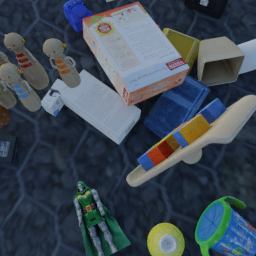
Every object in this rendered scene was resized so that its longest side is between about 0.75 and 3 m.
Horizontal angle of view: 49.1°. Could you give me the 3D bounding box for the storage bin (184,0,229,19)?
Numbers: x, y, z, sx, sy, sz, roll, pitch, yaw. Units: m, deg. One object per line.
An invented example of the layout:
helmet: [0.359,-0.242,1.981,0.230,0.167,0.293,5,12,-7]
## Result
storage bin: [2.772,-4.545,9.667,1.426,0.964,0.669,25,74,8]

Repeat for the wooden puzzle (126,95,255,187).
wooden puzzle: [1.232,0.131,5.687,2.247,2.426,0.562,-32,88,-47]

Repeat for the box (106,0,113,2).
box: [-0.085,-2.695,5.335,0.761,0.296,0.361,-6,43,21]

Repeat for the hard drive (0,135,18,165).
hard drive: [-4.013,0.633,8.420,1.239,0.204,0.864,4,72,1]

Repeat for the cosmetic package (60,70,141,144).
cosmetic package: [-0.821,-0.630,8.507,2.207,0.786,1.119,37,75,10]

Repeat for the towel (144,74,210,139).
towel: [1.503,-0.675,8.671,1.202,0.523,2.154,33,76,11]

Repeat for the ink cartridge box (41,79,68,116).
ink cartridge box: [-2.208,-0.935,8.666,0.396,0.686,0.946,28,75,9]

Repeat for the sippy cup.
sippy cup: [2.626,2.742,7.269,1.245,1.334,1.699,33,94,0]

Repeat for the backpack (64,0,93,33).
backpack: [-1.708,-3.973,9.581,0.797,0.823,0.980,-30,71,-17]

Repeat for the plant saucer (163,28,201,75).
plant saucer: [1.635,-2.658,9.397,1.442,0.349,1.442,24,74,7]

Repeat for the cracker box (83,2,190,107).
cracker box: [0.159,-2.309,8.493,1.994,0.859,2.978,-24,68,-18]

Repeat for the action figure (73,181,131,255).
action figure: [-0.954,2.451,7.688,1.260,0.583,2.133,-26,71,-5]

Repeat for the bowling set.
bowling set: [-2.450,-1.020,5.833,2.569,1.379,1.788,2,48,28]

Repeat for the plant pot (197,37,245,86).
plant pot: [2.767,-2.153,8.832,1.217,1.216,1.077,-10,60,1]

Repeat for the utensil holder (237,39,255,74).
utensil holder: [3.868,-2.301,8.976,1.127,0.958,0.958,-18,73,-4]

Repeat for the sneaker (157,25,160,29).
sneaker: [0.701,-3.288,9.589,0.954,0.368,0.348,-32,73,-11]

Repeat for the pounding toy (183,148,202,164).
pounding toy: [1.830,0.738,8.355,0.863,0.401,0.666,4,82,32]

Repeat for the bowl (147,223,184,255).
bowl: [1.044,3.079,7.465,1.030,0.554,1.030,0,72,-1]
